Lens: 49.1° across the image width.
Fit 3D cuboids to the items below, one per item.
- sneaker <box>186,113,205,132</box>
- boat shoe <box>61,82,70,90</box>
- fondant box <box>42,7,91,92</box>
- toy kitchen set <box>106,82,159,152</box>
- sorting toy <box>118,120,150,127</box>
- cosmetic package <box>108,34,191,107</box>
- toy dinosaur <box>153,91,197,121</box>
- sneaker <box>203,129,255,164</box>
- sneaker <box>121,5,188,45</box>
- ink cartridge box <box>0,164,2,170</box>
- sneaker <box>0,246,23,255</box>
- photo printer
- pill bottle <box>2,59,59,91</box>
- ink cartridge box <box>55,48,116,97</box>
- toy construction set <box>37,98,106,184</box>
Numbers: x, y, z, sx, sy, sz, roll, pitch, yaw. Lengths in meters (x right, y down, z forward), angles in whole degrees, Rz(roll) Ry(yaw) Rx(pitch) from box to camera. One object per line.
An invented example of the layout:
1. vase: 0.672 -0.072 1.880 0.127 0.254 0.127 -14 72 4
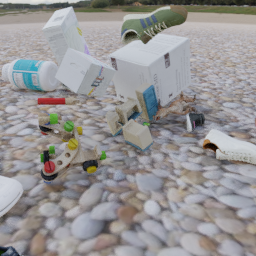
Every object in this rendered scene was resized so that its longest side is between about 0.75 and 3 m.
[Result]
1. sneaker: 2.683 -0.270 11.045 0.731 0.521 1.475 0 22 11
2. boat shoe: -2.569 -2.216 14.784 2.575 0.927 0.799 18 51 43
3. fondant box: -2.142 -2.976 10.697 0.754 2.590 1.869 -9 40 12
4. toy kitchen set: 0.694 -0.269 10.592 2.005 1.474 2.502 25 56 40
5. sorting toy: 0.263 -0.139 11.192 1.155 0.170 0.854 -11 28 -20
6. cosmetic package: 1.097 -2.658 13.016 2.432 2.430 2.948 24 51 38
7. toy dinosaur: 1.967 -0.854 11.464 1.433 0.908 2.115 -16 -7 39
8. sneaker: 3.343 0.826 8.903 2.061 0.750 0.872 26 62 36
9. sneaker: 0.761 -3.253 9.280 2.399 1.077 0.804 7 -15 35
10. ink cartridge box: -4.573 1.123 8.598 1.130 0.246 0.980 -15 30 -27
11. sneaker: -2.182 2.584 5.366 1.276 0.517 0.472 7 27 14
12. photo printer: -3.598 1.719 7.038 1.620 0.563 1.348 9 27 17
13. pill bottle: -5.268 -2.872 15.068 2.818 1.561 1.561 8 28 14
14. ink cartridge box: -1.372 -1.779 9.191 1.094 1.089 1.505 36 16 22
15. toy construction set: -1.596 0.282 8.129 1.890 2.460 2.051 -3 35 -17
